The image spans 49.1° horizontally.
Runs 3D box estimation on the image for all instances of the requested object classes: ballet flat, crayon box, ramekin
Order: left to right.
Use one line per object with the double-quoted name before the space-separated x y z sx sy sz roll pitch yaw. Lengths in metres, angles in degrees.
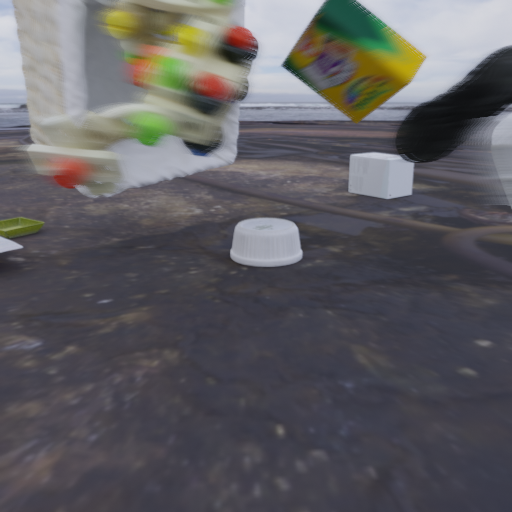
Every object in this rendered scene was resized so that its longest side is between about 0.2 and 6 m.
"ramekin" 0.171 -0.257 9.405 1.234 0.575 1.234 0 17 0
"crayon box" 1.165 -2.467 7.133 1.347 0.455 1.561 36 -11 -8
"ballet flat" 2.664 -1.838 7.242 0.680 0.796 2.394 -21 -5 -28

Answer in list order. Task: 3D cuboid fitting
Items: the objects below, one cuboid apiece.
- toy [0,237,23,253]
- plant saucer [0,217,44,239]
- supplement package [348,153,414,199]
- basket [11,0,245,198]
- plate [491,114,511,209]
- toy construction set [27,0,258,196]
"toy" -4.616 -0.048 8.930 1.101 0.451 1.912 -18 27 -41
"plant saucer" -4.777 -0.537 11.020 0.870 0.208 0.871 12 19 34
"supplement package" 3.366 -2.185 15.137 1.036 1.044 1.375 -12 20 -36
"basket" -2.198 -3.113 9.640 3.183 3.155 2.560 -21 39 -37
"plate" 2.129 -0.486 4.331 0.212 1.307 1.310 -21 -2 16
"toy construction set" -1.256 -2.245 6.779 2.274 3.468 1.598 19 -25 0
